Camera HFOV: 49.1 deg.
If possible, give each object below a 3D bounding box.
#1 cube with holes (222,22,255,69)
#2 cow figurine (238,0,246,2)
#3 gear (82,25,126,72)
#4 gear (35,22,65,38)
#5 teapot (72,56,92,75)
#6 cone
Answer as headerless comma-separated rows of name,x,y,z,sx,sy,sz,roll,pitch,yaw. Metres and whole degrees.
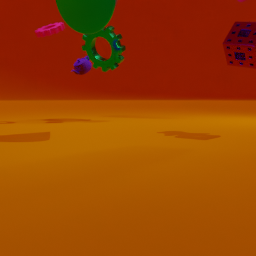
cube with holes,2.826,-1.988,6.705,0.741,0.741,0.741,19,-22,37
cow figurine,3.558,-3.961,7.258,1.362,0.760,1.384,-33,3,-29
gear,-1.030,-3.322,11.629,1.917,1.917,0.355,4,31,30
gear,-2.898,-3.646,10.394,1.074,0.199,1.074,-11,32,7
teapot,-1.763,-2.338,10.552,0.686,0.540,1.103,2,47,35
cone,-0.623,-3.291,6.954,1.659,1.659,1.665,3,24,29
